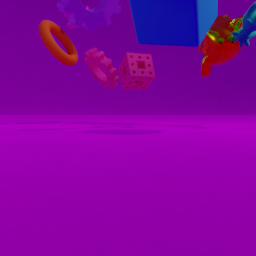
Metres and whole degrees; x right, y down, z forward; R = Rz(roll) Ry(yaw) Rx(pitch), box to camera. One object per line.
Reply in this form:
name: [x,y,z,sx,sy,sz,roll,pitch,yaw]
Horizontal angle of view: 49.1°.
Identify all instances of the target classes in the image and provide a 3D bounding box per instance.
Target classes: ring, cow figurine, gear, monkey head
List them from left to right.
ring: [-2.514,-3.098,10.242,0.370,1.849,1.849,-31,-8,18]
cow figurine: [-1.715,-4.254,10.747,1.438,0.802,1.462,-26,25,-34]
gear: [-0.707,-2.711,5.475,1.495,1.495,0.277,-3,28,-44]
gear: [-0.996,-2.218,10.604,0.302,1.634,1.634,-42,20,-20]
monkey head: [2.326,-2.375,7.401,1.422,1.977,1.191,10,39,-38]
cow figurine: [2.772,-2.330,6.405,0.537,0.963,0.979,45,32,14]

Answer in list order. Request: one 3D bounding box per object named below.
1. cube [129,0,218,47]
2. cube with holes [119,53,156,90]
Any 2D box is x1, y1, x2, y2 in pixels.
cube: [0.811,-2.224,4.829,1.161,1.161,1.161,12,49,28]
cube with holes: [0.300,-1.946,9.750,0.902,0.902,0.902,-1,-22,-20]
